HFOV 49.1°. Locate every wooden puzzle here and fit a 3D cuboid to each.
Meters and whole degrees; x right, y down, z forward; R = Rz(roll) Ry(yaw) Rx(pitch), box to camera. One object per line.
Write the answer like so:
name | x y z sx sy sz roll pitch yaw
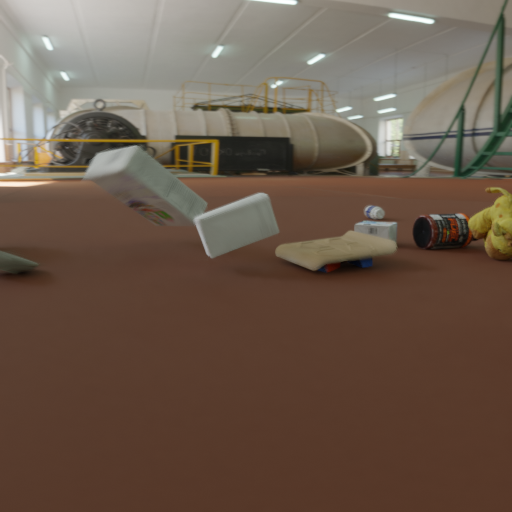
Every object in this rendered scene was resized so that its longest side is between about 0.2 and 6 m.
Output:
wooden puzzle | 1.292 -0.026 9.225 1.542 0.357 1.428 -13 15 -23

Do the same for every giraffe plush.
giraffe plush | 4.348 -0.396 9.597 1.250 1.449 1.175 12 45 13

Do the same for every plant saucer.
plant saucer | -3.807 0.073 8.360 1.016 0.255 1.016 17 -9 3

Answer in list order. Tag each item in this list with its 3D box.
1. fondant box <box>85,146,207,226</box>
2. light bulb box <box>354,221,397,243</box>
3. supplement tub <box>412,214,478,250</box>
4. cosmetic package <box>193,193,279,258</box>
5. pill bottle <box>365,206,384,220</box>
fondant box | -2.074 -1.264 10.678 1.366 0.551 1.893 2 -28 44
light bulb box | 2.401 -0.438 11.225 0.707 0.445 0.713 5 11 25
supplement tub | 3.735 -0.486 10.864 1.272 0.680 0.680 -4 11 -20
cosmetic package | -0.308 -0.479 8.676 1.169 0.660 0.474 -19 14 -10
pill bottle | 3.341 -1.208 15.748 0.366 0.366 0.660 -2 10 -12
